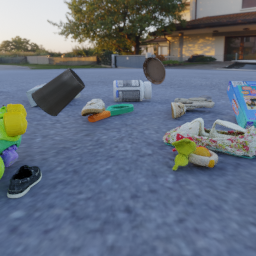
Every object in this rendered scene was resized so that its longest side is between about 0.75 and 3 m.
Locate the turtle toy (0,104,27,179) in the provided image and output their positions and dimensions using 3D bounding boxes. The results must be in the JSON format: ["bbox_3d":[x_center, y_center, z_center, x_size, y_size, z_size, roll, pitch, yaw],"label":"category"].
[{"bbox_3d":[-3.347,0.380,6.355,2.105,1.460,2.889,-6,17,-19],"label":"turtle toy"}]

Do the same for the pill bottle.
[{"bbox_3d":[0.245,-2.143,16.129,2.139,1.217,1.217,-1,15,-2],"label":"pill bottle"}]

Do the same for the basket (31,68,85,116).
[{"bbox_3d":[-2.092,-1.147,8.726,1.363,0.927,1.229,-38,-17,9],"label":"basket"}]

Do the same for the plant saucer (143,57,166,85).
[{"bbox_3d":[0.907,-1.928,9.370,0.154,0.963,0.963,-33,32,-34],"label":"plant saucer"}]

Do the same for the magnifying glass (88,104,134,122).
[{"bbox_3d":[-0.755,-0.730,12.613,1.193,0.336,2.996,5,18,29],"label":"magnifying glass"}]

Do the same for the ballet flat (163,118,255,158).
[{"bbox_3d":[2.380,0.171,8.169,2.834,0.906,1.072,7,22,27],"label":"ballet flat"}]

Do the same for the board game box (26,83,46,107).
[{"bbox_3d":[-4.268,-2.106,15.665,2.067,0.901,2.802,-17,17,-1],"label":"board game box"}]

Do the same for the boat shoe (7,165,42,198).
[{"bbox_3d":[-2.210,1.015,6.009,0.474,0.421,1.269,2,15,8],"label":"boat shoe"}]

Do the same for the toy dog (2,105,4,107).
[{"bbox_3d":[-5.873,-0.780,12.502,1.008,0.486,0.665,-8,17,-28],"label":"toy dog"}]

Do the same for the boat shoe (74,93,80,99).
[{"bbox_3d":[-3.499,-1.930,16.797,1.268,0.475,0.392,-18,15,-13],"label":"boat shoe"}]

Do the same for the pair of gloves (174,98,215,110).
[{"bbox_3d":[3.300,-1.194,14.192,2.046,0.422,2.406,1,13,15],"label":"pair of gloves"}]

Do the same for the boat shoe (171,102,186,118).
[{"bbox_3d":[2.241,-0.845,12.375,0.637,0.679,1.842,-3,14,10],"label":"boat shoe"}]

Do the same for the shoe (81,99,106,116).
[{"bbox_3d":[-1.475,-0.903,11.788,0.871,0.665,2.492,-12,4,4],"label":"shoe"}]

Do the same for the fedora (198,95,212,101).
[{"bbox_3d":[4.285,-1.572,15.492,1.002,0.452,0.886,4,16,17],"label":"fedora"}]

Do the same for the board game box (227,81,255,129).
[{"bbox_3d":[5.062,-0.820,10.475,2.105,0.623,2.768,2,39,5],"label":"board game box"}]

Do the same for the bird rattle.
[{"bbox_3d":[1.671,0.695,7.177,1.219,0.842,1.495,17,7,17],"label":"bird rattle"}]
